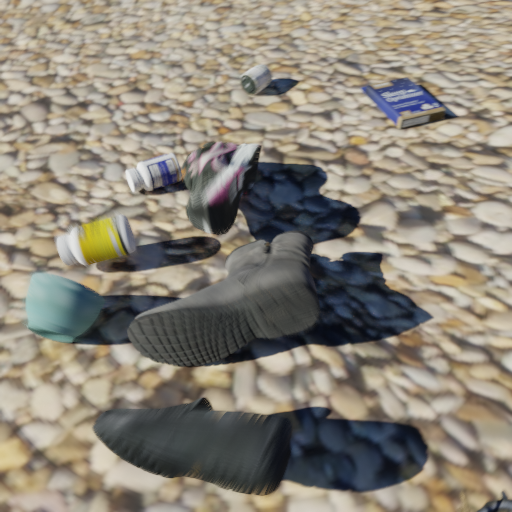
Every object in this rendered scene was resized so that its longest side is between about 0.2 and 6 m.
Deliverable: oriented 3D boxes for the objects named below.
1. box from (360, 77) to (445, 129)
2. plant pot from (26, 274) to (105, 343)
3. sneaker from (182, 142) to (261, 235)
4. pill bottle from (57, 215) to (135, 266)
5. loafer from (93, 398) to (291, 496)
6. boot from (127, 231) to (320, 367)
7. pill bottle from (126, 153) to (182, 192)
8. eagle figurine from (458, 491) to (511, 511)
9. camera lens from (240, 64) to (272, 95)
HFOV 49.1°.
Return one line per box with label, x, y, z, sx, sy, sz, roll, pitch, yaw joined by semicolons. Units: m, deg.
box;3.059;-3.343;11.908;1.049;0.281;1.732;-16;47;-15
plant pot;-2.660;0.768;7.570;1.017;1.017;0.682;11;65;10
sneaker;-0.756;-1.189;9.156;1.126;1.048;2.609;13;27;7
pill bottle;-2.388;-0.205;8.381;1.041;0.585;0.585;-16;48;-3
loafer;-0.717;1.970;6.140;2.324;0.789;0.816;2;43;24
boot;-0.394;0.544;7.846;2.617;0.913;1.723;-11;30;5
pill bottle;-1.817;-1.450;9.915;0.885;0.530;0.530;-21;50;-20
eagle figurine;2.500;2.865;5.924;0.737;0.556;0.559;17;86;-24
camera lens;-0.004;-3.838;12.215;0.498;0.498;0.623;29;54;25
